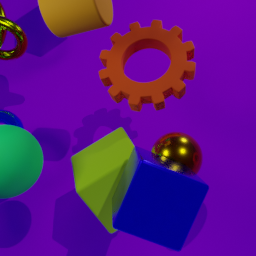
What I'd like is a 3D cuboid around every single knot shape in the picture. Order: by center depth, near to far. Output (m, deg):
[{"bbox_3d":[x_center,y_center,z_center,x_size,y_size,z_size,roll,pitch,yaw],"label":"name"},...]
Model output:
[{"bbox_3d":[-3.042,0.334,5.818,1.832,1.958,0.905,-43,110,-22],"label":"knot shape"},{"bbox_3d":[-3.289,-2.126,6.357,1.558,0.769,1.665,-39,119,-16],"label":"knot shape"}]

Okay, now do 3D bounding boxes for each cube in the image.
[{"bbox_3d":[0.387,0.938,3.967,0.960,0.960,0.960,22,95,-6],"label":"cube"},{"bbox_3d":[-0.227,0.971,5.463,1.232,1.232,1.232,-31,117,-1],"label":"cube"}]

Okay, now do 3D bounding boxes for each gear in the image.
[{"bbox_3d":[0.375,-1.276,5.643,1.905,0.352,1.905,-4,70,10],"label":"gear"}]

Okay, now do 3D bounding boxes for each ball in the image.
[{"bbox_3d":[-1.979,0.535,4.514,1.173,1.173,1.173,0,78,0],"label":"ball"},{"bbox_3d":[0.841,0.513,4.894,0.904,0.904,0.904,0,78,0],"label":"ball"}]

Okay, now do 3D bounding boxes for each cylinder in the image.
[{"bbox_3d":[-0.803,-1.980,4.450,0.890,0.890,0.890,-7,77,18],"label":"cylinder"}]
